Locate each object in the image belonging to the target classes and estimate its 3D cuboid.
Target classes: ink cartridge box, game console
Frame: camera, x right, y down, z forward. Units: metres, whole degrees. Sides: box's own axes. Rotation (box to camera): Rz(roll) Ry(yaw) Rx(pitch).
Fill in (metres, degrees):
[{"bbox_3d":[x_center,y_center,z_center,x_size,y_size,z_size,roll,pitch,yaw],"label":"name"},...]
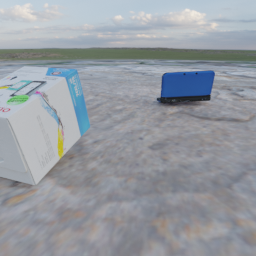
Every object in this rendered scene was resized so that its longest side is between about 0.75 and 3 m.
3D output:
[{"bbox_3d":[-1.985,-0.160,5.603,1.475,1.468,2.011,8,36,23],"label":"ink cartridge box"},{"bbox_3d":[2.278,-1.668,11.426,2.057,1.217,1.755,-3,9,-3],"label":"game console"}]
